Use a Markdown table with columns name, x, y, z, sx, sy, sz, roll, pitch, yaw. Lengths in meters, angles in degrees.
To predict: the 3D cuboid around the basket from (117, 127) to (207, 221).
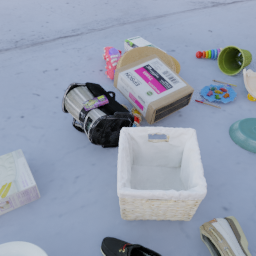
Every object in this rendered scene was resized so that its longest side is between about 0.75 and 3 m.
| name | x | y | z | sx | sy | sz | roll | pitch | yaw |
| --- | --- | --- | --- | --- | --- | --- | --- | --- | --- |
| basket | 0.871 | 1.375 | 8.161 | 2.269 | 1.842 | 2.290 | 0 | 47 | 2 |

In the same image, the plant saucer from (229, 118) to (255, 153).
| name | x | y | z | sx | sy | sz | roll | pitch | yaw |
| --- | --- | --- | --- | --- | --- | --- | --- | --- | --- |
| plant saucer | 5.047 | 0.184 | 10.955 | 2.053 | 0.369 | 2.053 | 0 | 40 | 0 |

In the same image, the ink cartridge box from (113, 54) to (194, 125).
| name | x | y | z | sx | sy | sz | roll | pitch | yaw |
| --- | --- | --- | --- | --- | --- | --- | --- | --- | --- |
| ink cartridge box | 1.034 | -1.711 | 11.759 | 2.201 | 1.004 | 2.672 | -27 | 60 | -26 |

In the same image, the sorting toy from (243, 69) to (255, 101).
| name | x | y | z | sx | sy | sz | roll | pitch | yaw |
| --- | --- | --- | --- | --- | --- | --- | --- | --- | --- |
| sorting toy | 6.602 | -2.253 | 13.262 | 2.540 | 1.357 | 2.287 | 9 | 33 | 12 |

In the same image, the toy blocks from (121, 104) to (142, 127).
| name | x | y | z | sx | sy | sz | roll | pitch | yaw |
| --- | --- | --- | --- | --- | --- | --- | --- | --- | --- |
| toy blocks | -0.085 | -0.303 | 11.397 | 1.225 | 0.534 | 1.470 | 8 | 41 | 9 |

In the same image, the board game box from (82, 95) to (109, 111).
| name | x | y | z | sx | sy | sz | roll | pitch | yaw |
| --- | --- | --- | --- | --- | --- | --- | --- | --- | --- |
| board game box | -1.172 | -0.905 | 9.998 | 0.864 | 0.140 | 0.518 | -21 | 33 | -10 |

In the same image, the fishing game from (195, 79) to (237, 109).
| name | x | y | z | sx | sy | sz | roll | pitch | yaw |
| --- | --- | --- | --- | --- | --- | --- | --- | --- | --- |
| fishing game | 4.272 | -1.691 | 13.174 | 1.714 | 0.372 | 2.394 | 24 | 45 | 30 |

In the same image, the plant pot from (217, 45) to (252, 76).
| name | x | y | z | sx | sy | sz | roll | pitch | yaw |
| --- | --- | --- | --- | --- | --- | --- | --- | --- | --- |
| plant pot | 5.800 | -3.629 | 14.806 | 1.440 | 1.516 | 1.516 | -17 | 42 | -36 |

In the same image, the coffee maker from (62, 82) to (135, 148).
| name | x | y | z | sx | sy | sz | roll | pitch | yaw |
| --- | --- | --- | --- | --- | --- | --- | --- | --- | --- |
| coffee maker | -0.921 | -0.628 | 10.854 | 2.497 | 1.751 | 2.600 | -23 | 46 | -26 |

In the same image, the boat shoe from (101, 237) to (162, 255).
| name | x | y | z | sx | sy | sz | roll | pitch | yaw |
| --- | --- | --- | --- | --- | --- | --- | --- | --- | --- |
| boat shoe | 0.114 | 3.163 | 7.007 | 1.994 | 0.625 | 0.730 | 13 | 27 | 37 |

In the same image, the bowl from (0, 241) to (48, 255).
| name | x | y | z | sx | sy | sz | roll | pitch | yaw |
| --- | --- | --- | --- | --- | --- | --- | --- | --- | --- |
| bowl | -2.599 | 3.797 | 6.061 | 2.345 | 1.054 | 2.345 | -6 | 38 | 4 |

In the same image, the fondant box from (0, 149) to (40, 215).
| name | x | y | z | sx | sy | sz | roll | pitch | yaw |
| --- | --- | --- | --- | --- | --- | --- | --- | --- | --- |
| fondant box | -4.247 | 1.855 | 8.700 | 2.488 | 0.725 | 1.795 | -22 | 45 | -22 |

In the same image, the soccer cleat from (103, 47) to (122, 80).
| name | x | y | z | sx | sy | sz | roll | pitch | yaw |
| --- | --- | --- | --- | --- | --- | --- | --- | --- | --- |
| soccer cleat | -0.684 | -3.517 | 14.945 | 1.113 | 0.971 | 2.912 | 1 | 39 | -14 |

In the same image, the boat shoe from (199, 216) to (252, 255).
| name | x | y | z | sx | sy | sz | roll | pitch | yaw |
| --- | --- | --- | --- | --- | --- | --- | --- | --- | --- |
| boat shoe | 2.554 | 3.479 | 6.620 | 1.000 | 1.092 | 2.923 | -8 | 33 | -2 |

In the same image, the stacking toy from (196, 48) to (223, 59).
| name | x | y | z | sx | sy | sz | roll | pitch | yaw |
| --- | --- | --- | --- | --- | --- | --- | --- | --- | --- |
| stacking toy | 4.641 | -4.218 | 16.035 | 1.501 | 0.641 | 0.641 | -2 | 40 | 6 |

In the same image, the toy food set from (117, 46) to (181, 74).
| name | x | y | z | sx | sy | sz | roll | pitch | yaw |
| --- | --- | --- | --- | --- | --- | --- | --- | --- | --- |
| toy food set | 0.871 | -2.842 | 13.632 | 2.948 | 0.725 | 2.978 | 28 | 67 | 13 |

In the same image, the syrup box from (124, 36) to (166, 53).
| name | x | y | z | sx | sy | sz | roll | pitch | yaw |
| --- | --- | --- | --- | --- | --- | --- | --- | --- | --- |
| syrup box | 0.913 | -4.057 | 15.432 | 1.025 | 1.060 | 2.604 | -23 | 44 | -24 |
